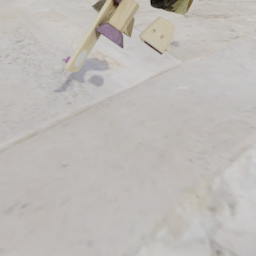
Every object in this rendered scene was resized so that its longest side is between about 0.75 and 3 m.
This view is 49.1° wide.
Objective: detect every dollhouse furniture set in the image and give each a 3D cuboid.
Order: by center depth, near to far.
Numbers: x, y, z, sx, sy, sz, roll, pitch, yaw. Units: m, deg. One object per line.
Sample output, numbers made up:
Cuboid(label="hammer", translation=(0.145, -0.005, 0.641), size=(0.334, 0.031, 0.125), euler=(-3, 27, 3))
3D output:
Cuboid(label="dollhouse furniture set", translation=(-0.281, -1.400, 5.098), size=(1.783, 1.597, 2.250), euler=(36, 12, 3))

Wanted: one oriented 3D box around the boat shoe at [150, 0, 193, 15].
Cuboid(label="boat shoe", translation=(0.607, -2.042, 3.757), size=(0.655, 0.740, 2.020), euler=(-5, -3, 3))
